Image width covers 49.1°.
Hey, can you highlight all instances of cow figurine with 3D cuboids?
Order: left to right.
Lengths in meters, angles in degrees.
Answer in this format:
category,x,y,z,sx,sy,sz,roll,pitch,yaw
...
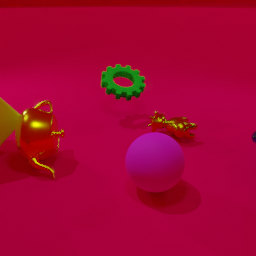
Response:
category,x,y,z,sx,sy,sz,roll,pitch,yaw
cow figurine,1.164,-0.059,7.525,1.083,0.604,1.101,3,17,-20

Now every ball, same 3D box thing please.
category,x,y,z,sx,sy,sz,roll,pitch,yaw
ball,0.519,0.659,5.410,1.143,1.143,1.143,0,26,0

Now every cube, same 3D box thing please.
category,x,y,z,sx,sy,sz,roll,pitch,yaw
cube,-3.560,-0.286,6.370,1.361,1.361,1.361,26,72,38

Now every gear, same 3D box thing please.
category,x,y,z,sx,sy,sz,roll,pitch,yaw
gear,-0.143,-1.385,8.420,1.318,0.244,1.318,7,51,-8

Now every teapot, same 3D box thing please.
category,x,y,z,sx,sy,sz,roll,pitch,yaw
teapot,-1.931,0.215,6.324,0.982,1.247,2.006,-4,60,-5

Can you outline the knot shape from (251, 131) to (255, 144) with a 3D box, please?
category,x,y,z,sx,sy,sz,roll,pitch,yaw
knot shape,3.508,0.280,5.868,1.894,0.875,1.773,32,38,-7
